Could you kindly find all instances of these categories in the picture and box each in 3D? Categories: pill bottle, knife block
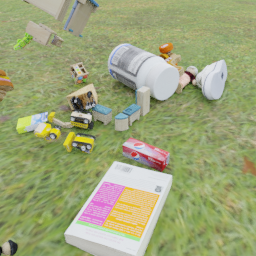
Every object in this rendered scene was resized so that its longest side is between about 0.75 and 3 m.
[{"bbox_3d":[0.602,-2.307,11.516,1.635,1.635,2.875,-24,42,-30],"label":"pill bottle"},{"bbox_3d":[-1.405,-1.113,10.234,1.587,0.578,1.808,0,27,43],"label":"knife block"}]

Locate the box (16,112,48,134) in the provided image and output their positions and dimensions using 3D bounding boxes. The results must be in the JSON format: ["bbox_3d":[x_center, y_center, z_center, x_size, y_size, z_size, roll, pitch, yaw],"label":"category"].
[{"bbox_3d":[-3.233,-0.189,9.568,1.036,0.247,0.632,-14,37,-5],"label":"box"}]

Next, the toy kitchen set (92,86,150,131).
[{"bbox_3d":[-0.236,-0.845,9.963,1.363,1.002,1.701,22,41,28],"label":"toy kitchen set"}]

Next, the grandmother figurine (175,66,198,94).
[{"bbox_3d":[2.466,-2.212,12.325,1.277,0.638,2.105,42,45,13],"label":"grandmother figurine"}]

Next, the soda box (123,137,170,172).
[{"bbox_3d":[0.511,0.760,8.178,1.354,0.429,0.474,20,39,26],"label":"soda box"}]

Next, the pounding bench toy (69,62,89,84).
[{"bbox_3d":[-2.192,-2.297,12.471,0.579,0.932,0.727,-24,73,-27],"label":"pounding bench toy"}]

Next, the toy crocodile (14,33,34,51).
[{"bbox_3d":[-3.381,-2.891,9.276,0.959,0.296,0.324,-47,45,-11],"label":"toy crocodile"}]

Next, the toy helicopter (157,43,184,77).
[{"bbox_3d":[1.603,-2.774,12.587,1.875,1.118,2.835,-23,30,-3],"label":"toy helicopter"}]

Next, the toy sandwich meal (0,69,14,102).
[{"bbox_3d":[-2.848,-0.661,4.973,1.480,0.507,1.480,-13,2,0],"label":"toy sandwich meal"}]

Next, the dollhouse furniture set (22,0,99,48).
[{"bbox_3d":[-2.348,-3.842,9.577,1.435,2.076,2.199,32,13,13],"label":"dollhouse furniture set"}]

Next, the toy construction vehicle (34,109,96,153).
[{"bbox_3d":[-1.872,0.131,8.997,1.891,0.666,1.646,9,40,4],"label":"toy construction vehicle"}]

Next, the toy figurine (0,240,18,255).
[{"bbox_3d":[-2.274,2.670,4.957,0.730,1.033,1.050,-4,25,-34],"label":"toy figurine"}]

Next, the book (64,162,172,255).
[{"bbox_3d":[-0.106,1.824,6.577,1.667,0.600,2.495,12,36,20],"label":"book"}]

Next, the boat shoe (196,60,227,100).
[{"bbox_3d":[3.400,-2.006,11.784,1.040,1.056,2.979,-8,30,33],"label":"boat shoe"}]
